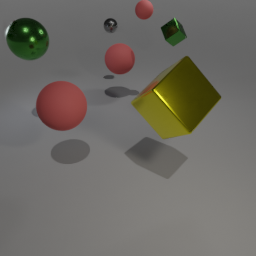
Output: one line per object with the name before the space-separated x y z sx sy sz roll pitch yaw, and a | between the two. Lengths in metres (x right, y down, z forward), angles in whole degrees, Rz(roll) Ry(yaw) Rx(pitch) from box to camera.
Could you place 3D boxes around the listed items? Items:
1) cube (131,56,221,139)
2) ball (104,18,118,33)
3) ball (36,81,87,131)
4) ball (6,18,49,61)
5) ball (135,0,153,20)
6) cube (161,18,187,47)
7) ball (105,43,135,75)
cube | 1.205 -0.721 7.269 1.400 1.400 1.400 -46 9 -20
ball | -0.854 -5.033 13.780 0.700 0.700 0.700 0 30 0
ball | -1.859 -0.618 7.894 1.400 1.400 1.400 0 30 0
ball | -3.420 -3.030 9.596 1.400 1.400 1.400 0 30 0
ball | 0.619 -4.520 10.718 0.700 0.700 0.700 0 30 0
cube | 1.892 -3.942 11.558 0.700 0.700 0.700 -28 -24 30
ball | -0.374 -3.175 12.905 1.400 1.400 1.400 0 30 0
